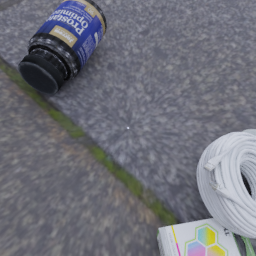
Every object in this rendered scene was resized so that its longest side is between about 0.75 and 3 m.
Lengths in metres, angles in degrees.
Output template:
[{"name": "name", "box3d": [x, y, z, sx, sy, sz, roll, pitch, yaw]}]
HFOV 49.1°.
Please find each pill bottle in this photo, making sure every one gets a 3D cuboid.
[{"name": "pill bottle", "box3d": [-1.878, -2.412, 8.206, 1.596, 1.596, 2.853, 18, 60, 12]}]

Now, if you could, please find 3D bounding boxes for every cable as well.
[{"name": "cable", "box3d": [2.476, 1.161, 5.800, 2.208, 0.764, 2.207, 49, 50, 1]}]

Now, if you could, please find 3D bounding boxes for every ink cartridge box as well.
[{"name": "ink cartridge box", "box3d": [1.617, 2.385, 5.543, 1.932, 0.573, 1.003, -8, 55, -5]}]

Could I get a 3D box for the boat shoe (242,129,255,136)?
[{"name": "boat shoe", "box3d": [3.572, 0.568, 6.796, 1.767, 0.563, 0.625, 25, 87, 23]}]
